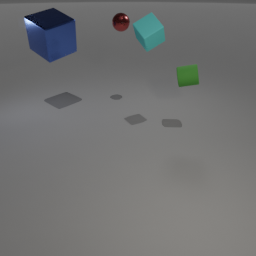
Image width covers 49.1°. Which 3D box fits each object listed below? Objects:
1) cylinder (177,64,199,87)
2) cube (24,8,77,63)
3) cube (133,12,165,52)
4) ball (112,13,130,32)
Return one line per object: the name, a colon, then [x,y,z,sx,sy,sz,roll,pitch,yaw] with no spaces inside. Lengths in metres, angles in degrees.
cylinder: [2.080,-1.815,9.732,0.700,0.700,0.700,-6,26,14]
cube: [-3.035,-3.711,11.146,1.400,1.400,1.400,36,52,26]
cube: [0.660,-2.962,8.683,0.700,0.700,0.700,-32,68,0]
ball: [-0.280,-4.182,11.081,0.700,0.700,0.700,0,28,0]
